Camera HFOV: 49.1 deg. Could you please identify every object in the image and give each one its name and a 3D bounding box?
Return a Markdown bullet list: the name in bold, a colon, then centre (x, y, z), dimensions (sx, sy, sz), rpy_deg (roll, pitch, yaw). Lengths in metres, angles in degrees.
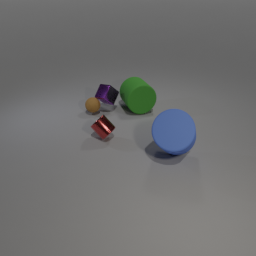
- **ball**: centre (-1.614, -1.058, 12.845), dimensions (0.700, 0.700, 0.700), rpy_deg (0, 29, 0)
- **cylinder**: centre (0.446, -1.550, 13.165), dimensions (1.400, 1.400, 1.400), rpy_deg (-8, 28, -15)
- **cylinder**: centre (1.598, 0.173, 9.542), dimensions (1.400, 1.400, 1.400), rpy_deg (9, -7, 16)
- **cylinder**: centre (-0.963, -0.038, 10.832), dimensions (0.700, 0.700, 0.700), rpy_deg (47, 34, -6)
- **cube**: centre (-0.974, -1.549, 12.935), dimensions (0.700, 0.700, 0.700), rpy_deg (14, -12, 42)
